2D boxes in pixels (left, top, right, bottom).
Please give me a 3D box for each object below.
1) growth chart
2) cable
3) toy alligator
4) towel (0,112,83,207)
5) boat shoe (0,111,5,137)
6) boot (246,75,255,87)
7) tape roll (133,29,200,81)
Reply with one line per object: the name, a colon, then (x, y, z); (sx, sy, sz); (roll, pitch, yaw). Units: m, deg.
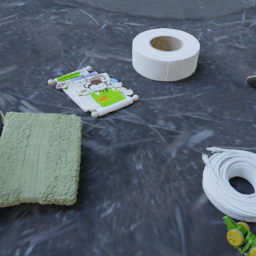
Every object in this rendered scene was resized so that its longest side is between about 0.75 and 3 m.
growth chart: (-1.177, -1.350, 9.799); (2.042, 0.250, 2.822); (-32, 54, -30)
cable: (2.747, 1.347, 6.747); (1.872, 0.648, 1.873); (3, 45, 1)
toy alligator: (2.689, 2.557, 5.625); (1.945, 0.467, 0.645); (36, 23, 32)
towel: (-2.289, 0.669, 7.292); (2.207, 0.543, 2.975); (2, 46, -11)
boat shoe: (-4.095, -0.244, 8.242); (0.795, 0.716, 2.209); (-32, 54, -17)
boot: (4.713, -1.321, 9.604); (1.332, 0.516, 0.921); (15, 51, 16)
tape roll: (1.446, -2.896, 10.894); (2.573, 0.900, 2.573); (1, 44, -1)
